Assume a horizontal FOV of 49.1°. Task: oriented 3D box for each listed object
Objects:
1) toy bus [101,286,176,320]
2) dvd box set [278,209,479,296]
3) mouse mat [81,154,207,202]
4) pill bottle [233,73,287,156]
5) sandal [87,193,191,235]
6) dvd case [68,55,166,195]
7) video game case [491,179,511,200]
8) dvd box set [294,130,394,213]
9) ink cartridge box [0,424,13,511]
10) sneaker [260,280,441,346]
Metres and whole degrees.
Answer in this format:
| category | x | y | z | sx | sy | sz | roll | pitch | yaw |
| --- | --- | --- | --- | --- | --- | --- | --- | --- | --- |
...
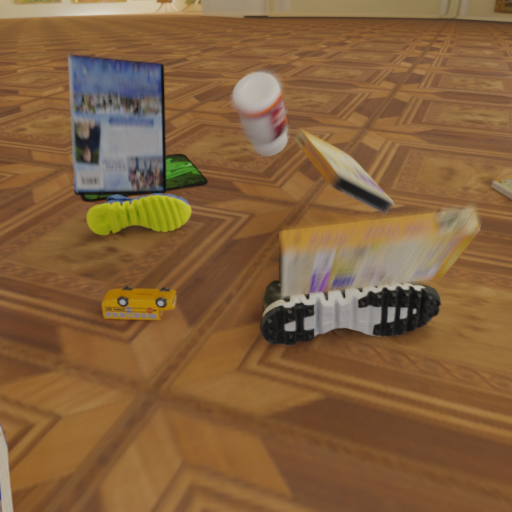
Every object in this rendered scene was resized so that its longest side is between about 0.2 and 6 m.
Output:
| category | x | y | z | sx | sy | sz | roll | pitch | yaw |
| --- | --- | --- | --- | --- | --- | --- | --- | --- | --- |
| toy bus | -1.656 | 0.685 | 7.973 | 1.013 | 0.396 | 0.330 | 1 | 28 | 2 |
| dvd box set | 1.159 | 0.006 | 5.784 | 1.855 | 1.357 | 0.273 | -7 | 69 | 1 |
| mouse mat | -2.697 | -1.853 | 12.872 | 2.756 | 0.104 | 2.218 | -10 | 31 | -19 |
| pill bottle | 0.105 | -2.103 | 8.482 | 0.677 | 1.235 | 0.677 | -5 | 64 | 10 |
| sandal | -2.164 | -0.874 | 10.493 | 1.879 | 0.747 | 0.818 | -1 | 25 | -4 |
| dvd case | -2.171 | -2.030 | 8.918 | 1.493 | 2.093 | 0.184 | -5 | 10 | -29 |
| video game case | 6.035 | -1.278 | 11.740 | 1.437 | 0.181 | 1.579 | -8 | 31 | -14 |
| dvd box set | 1.520 | -1.526 | 9.957 | 1.338 | 0.269 | 1.829 | 21 | 26 | -31 |
| ink cartridge box | -2.361 | 2.080 | 4.789 | 0.421 | 1.067 | 2.146 | -13 | 31 | -20 |
| sneaker | 1.239 | 0.551 | 7.762 | 2.530 | 0.841 | 1.144 | -6 | 32 | -6 |
